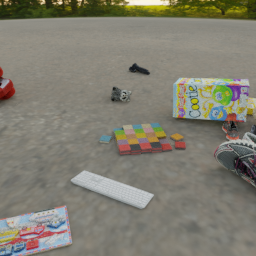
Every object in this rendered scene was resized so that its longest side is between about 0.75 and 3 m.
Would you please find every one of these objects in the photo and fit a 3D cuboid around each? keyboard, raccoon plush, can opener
[{"bbox_3d":[-0.445,1.570,7.363,2.196,0.117,0.618,14,30,25],"label":"keyboard"},{"bbox_3d":[-0.273,-1.653,13.104,0.915,0.661,1.366,9,27,0],"label":"raccoon plush"},{"bbox_3d":[0.748,-3.511,16.942,1.554,0.611,0.493,27,-1,37],"label":"can opener"}]

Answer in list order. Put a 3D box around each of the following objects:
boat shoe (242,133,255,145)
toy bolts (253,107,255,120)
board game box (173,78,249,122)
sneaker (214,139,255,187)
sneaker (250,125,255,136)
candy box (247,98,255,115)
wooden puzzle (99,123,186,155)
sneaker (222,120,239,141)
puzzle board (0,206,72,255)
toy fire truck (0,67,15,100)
[{"bbox_3d":[4.175,0.772,8.298,0.733,0.666,1.994,-18,32,-31],"label":"boat shoe"},{"bbox_3d":[6.018,-0.607,10.497,2.629,1.824,2.512,-2,63,-41],"label":"toy bolts"},{"bbox_3d":[3.183,-1.141,10.852,2.655,1.392,1.367,5,20,20],"label":"board game box"},{"bbox_3d":[3.407,1.109,7.263,0.965,1.042,2.584,-26,38,-37],"label":"sneaker"},{"bbox_3d":[4.780,0.000,10.063,0.617,0.409,1.083,17,34,25],"label":"sneaker"},{"bbox_3d":[4.330,-1.066,12.201,2.594,0.343,1.326,8,26,14],"label":"candy box"},{"bbox_3d":[0.475,0.332,9.648,2.907,0.204,1.724,-5,28,-9],"label":"wooden puzzle"},{"bbox_3d":[3.730,-0.054,10.010,0.519,0.551,1.346,3,25,6],"label":"sneaker"},{"bbox_3d":[-2.070,2.228,6.072,1.563,0.136,1.178,-8,29,-15],"label":"puzzle board"},{"bbox_3d":[-6.532,-1.654,12.523,2.581,1.447,2.167,11,53,21],"label":"toy fire truck"}]
